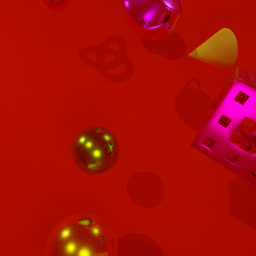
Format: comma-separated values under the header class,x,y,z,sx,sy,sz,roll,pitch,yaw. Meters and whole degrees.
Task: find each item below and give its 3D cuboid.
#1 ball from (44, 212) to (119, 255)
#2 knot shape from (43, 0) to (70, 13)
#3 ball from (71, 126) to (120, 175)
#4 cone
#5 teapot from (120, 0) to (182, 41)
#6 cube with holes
class,x,y,z,sx,sy,sz,roll,pitch,yaw
ball,-0.814,2.164,4.959,1.297,1.297,1.297,0,73,0
knot shape,-1.794,-3.354,6.528,1.490,0.736,1.593,-2,53,8
ball,-0.621,0.423,5.381,0.935,0.935,0.935,0,73,0
cone,1.815,-1.736,6.417,0.944,0.941,0.941,-11,74,-12
teapot,0.501,-2.249,5.177,1.213,0.955,1.951,24,50,-31
cube with holes,1.710,-0.065,3.959,1.078,1.078,1.078,33,118,8
